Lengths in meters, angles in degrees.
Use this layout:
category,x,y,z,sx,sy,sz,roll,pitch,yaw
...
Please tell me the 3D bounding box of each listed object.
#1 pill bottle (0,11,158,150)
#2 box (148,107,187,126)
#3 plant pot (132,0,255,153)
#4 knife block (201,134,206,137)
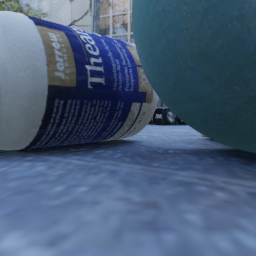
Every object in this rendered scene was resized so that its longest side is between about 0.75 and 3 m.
category,x,y,z,sx,sy,sz,roll,pitch,yaw
pill bottle,-0.974,-0.518,3.426,1.491,1.491,2.687,3,5,43
box,1.862,-0.456,10.116,2.609,0.568,2.090,-2,5,-22
plant pot,1.364,-1.003,2.035,2.909,2.909,1.959,0,13,8
knife block,1.565,-0.260,2.978,0.869,2.717,2.385,1,41,2
